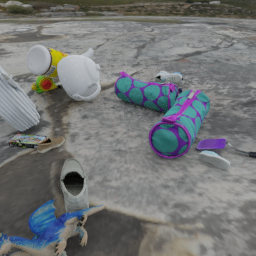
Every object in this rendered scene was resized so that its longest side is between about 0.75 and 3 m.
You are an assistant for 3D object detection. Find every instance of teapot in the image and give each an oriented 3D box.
[{"bbox_3d":[-1.857,-2.211,11.745,1.519,2.080,2.053,-21,9,15],"label":"teapot"}]

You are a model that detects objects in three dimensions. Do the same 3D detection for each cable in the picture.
[{"bbox_3d":[-4.081,-1.117,9.133,1.015,2.933,2.933,-42,45,-14],"label":"cable"}]

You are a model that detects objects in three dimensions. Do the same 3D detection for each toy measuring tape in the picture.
[{"bbox_3d":[-3.621,-2.307,13.417,2.149,0.791,0.791,-26,36,-30],"label":"toy measuring tape"}]

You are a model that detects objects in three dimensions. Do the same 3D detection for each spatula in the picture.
[{"bbox_3d":[3.417,0.662,8.351,2.625,0.270,0.742,12,26,19],"label":"spatula"}]

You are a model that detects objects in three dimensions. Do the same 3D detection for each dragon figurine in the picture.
[{"bbox_3d":[-1.450,1.921,5.414,1.224,0.724,2.462,14,32,25],"label":"dragon figurine"}]

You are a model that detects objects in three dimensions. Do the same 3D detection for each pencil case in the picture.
[{"bbox_3d":[1.722,-0.255,8.941,1.274,1.384,2.995,12,31,21],"label":"pencil case"},{"bbox_3d":[0.753,-1.498,11.512,2.698,1.247,1.148,17,32,32],"label":"pencil case"}]

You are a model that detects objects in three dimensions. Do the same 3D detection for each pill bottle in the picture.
[{"bbox_3d":[-3.379,-2.911,12.764,1.267,1.267,2.319,13,7,23],"label":"pill bottle"}]

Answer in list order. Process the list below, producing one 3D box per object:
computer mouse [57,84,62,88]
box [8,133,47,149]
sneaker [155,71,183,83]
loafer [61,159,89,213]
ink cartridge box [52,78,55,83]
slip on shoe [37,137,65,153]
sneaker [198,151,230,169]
[{"bbox_3d":[-3.174,-2.197,14.057,0.830,0.182,0.455,-26,32,-31],"label":"computer mouse"},{"bbox_3d":[-3.194,0.415,8.947,1.022,0.177,0.562,4,28,9],"label":"box"},{"bbox_3d":[2.060,-2.509,14.331,1.606,0.602,0.696,14,35,41],"label":"sneaker"},{"bbox_3d":[-1.270,1.264,6.724,0.696,0.695,1.991,-8,28,-15],"label":"loafer"},{"bbox_3d":[-4.084,-2.486,14.064,0.671,0.659,0.912,-9,29,-17],"label":"ink cartridge box"},{"bbox_3d":[-2.399,0.446,8.755,0.374,0.298,0.982,23,35,37],"label":"slip on shoe"},{"bbox_3d":[2.485,0.841,7.939,0.935,0.345,0.383,23,39,36],"label":"sneaker"}]
